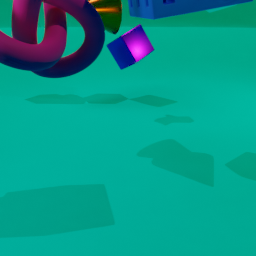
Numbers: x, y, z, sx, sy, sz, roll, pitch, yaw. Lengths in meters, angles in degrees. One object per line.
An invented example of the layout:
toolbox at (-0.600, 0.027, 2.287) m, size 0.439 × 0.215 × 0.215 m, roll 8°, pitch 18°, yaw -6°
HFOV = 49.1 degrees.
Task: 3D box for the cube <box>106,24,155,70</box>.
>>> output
cube at (0.079, -2.635, 9.180) m, size 0.957 × 0.957 × 0.957 m, roll -41°, pitch 18°, yaw -28°

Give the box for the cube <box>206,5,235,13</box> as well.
cube at (2.616, -4.121, 8.264) m, size 0.937 × 0.937 × 0.937 m, roll 1°, pitch 0°, yaw 43°

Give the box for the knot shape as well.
knot shape at (-0.894, -1.334, 2.987) m, size 0.751 × 1.520 × 1.625 m, roll 12°, pitch 6°, yaw 29°

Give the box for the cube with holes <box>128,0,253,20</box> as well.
cube with holes at (0.555, -1.804, 2.955) m, size 1.043 × 1.043 × 1.043 m, roll -13°, pitch 25°, yaw -7°

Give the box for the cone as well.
cone at (-1.087, -3.534, 8.436) m, size 1.410 × 1.405 × 1.405 m, roll -9°, pitch 23°, yaw -21°
